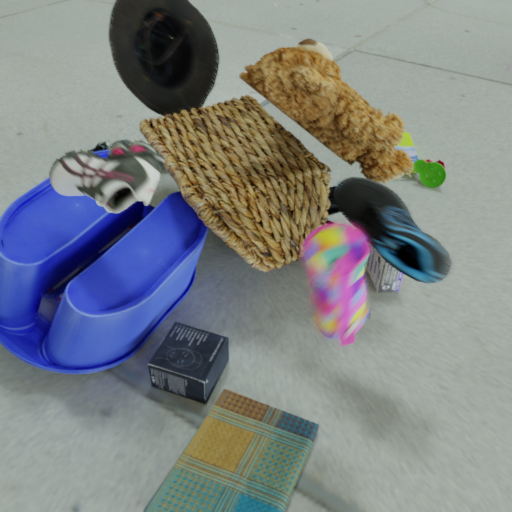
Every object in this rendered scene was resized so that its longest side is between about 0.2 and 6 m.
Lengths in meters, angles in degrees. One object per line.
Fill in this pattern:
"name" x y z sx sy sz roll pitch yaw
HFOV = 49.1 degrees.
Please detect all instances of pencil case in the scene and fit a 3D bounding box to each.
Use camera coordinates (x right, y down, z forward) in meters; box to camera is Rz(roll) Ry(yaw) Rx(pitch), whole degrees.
"pencil case" 0.948 0.354 6.441 0.750 1.696 0.750 -6 56 9

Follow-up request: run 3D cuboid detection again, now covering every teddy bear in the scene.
"teddy bear" 1.398 -2.441 9.551 3.625 1.210 2.628 32 12 -28

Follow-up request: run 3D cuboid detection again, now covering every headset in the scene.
"headset" 1.516 -0.779 11.390 1.022 1.343 2.175 -6 15 -39

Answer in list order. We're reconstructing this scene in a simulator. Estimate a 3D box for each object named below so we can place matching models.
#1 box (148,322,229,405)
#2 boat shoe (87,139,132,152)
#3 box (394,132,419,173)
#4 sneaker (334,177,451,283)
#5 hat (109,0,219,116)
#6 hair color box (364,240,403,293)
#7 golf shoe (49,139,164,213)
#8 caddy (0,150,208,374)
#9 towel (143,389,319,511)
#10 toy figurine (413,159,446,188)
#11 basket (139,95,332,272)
"box" -1.038 1.669 8.832 0.955 0.602 0.971 13 41 16
"boat shoe" -3.738 -2.559 13.967 0.659 0.559 1.811 24 45 26
"box" 3.475 -2.588 14.124 1.027 0.401 1.685 1 40 2
"sneaker" 1.812 -0.398 7.673 1.970 0.721 0.807 43 24 18
"hat" -2.169 -4.264 11.821 1.153 2.859 2.859 6 35 41
"hair color box" 2.374 -0.084 10.787 0.477 0.805 1.473 -4 40 -6
"golf shoe" -2.161 -1.009 7.689 1.912 0.738 0.842 -8 68 29
"caddy" -2.650 0.089 9.628 2.873 2.133 4.063 35 47 5
"towel" -0.258 2.919 7.643 1.630 0.241 2.222 17 41 19
"toy figurine" 4.210 -2.096 13.426 0.833 0.626 0.767 36 36 9
"basket" -0.522 -1.180 10.821 2.558 2.450 3.433 -20 47 -20
